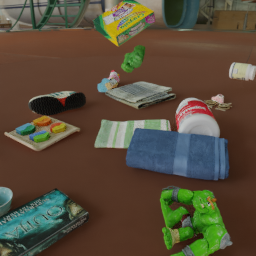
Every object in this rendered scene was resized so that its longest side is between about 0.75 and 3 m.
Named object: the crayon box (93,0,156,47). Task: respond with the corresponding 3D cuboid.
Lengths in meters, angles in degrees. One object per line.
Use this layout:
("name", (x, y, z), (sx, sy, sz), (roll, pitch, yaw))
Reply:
("crayon box", (-0.150, -3.997, 10.447), (1.781, 0.519, 1.537), (-37, 55, -12))

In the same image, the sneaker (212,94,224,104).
("sneaker", (4.303, -1.461, 13.366), (0.293, 0.406, 0.777), (-10, 26, -17))

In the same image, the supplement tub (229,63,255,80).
("supplement tub", (3.992, -1.959, 9.752), (0.769, 0.558, 0.558), (16, 29, 31))

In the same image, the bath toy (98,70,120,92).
("bath toy", (-0.923, -2.589, 15.279), (0.969, 0.823, 2.227), (5, 24, 11))

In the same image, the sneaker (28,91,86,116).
("sneaker", (-3.150, -1.112, 12.299), (2.455, 0.864, 1.148), (-14, 15, -28))

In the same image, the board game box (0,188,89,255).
("board game box", (-1.978, 2.051, 5.953), (1.297, 0.270, 1.918), (21, 32, 39))

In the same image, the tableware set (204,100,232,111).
("tableware set", (4.084, -1.106, 12.796), (1.147, 0.230, 0.758), (21, 32, 37))

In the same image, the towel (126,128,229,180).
("towel", (1.434, 0.766, 8.139), (2.835, 0.688, 1.583), (8, 36, 14))

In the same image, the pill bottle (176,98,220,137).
("pill bottle", (2.314, -0.234, 9.681), (1.268, 1.268, 2.260), (2, 25, 4))

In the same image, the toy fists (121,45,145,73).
("toy fists", (0.187, -2.794, 11.549), (0.527, 0.781, 1.532), (12, -13, -27))

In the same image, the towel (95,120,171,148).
("towel", (0.246, 0.165, 9.980), (2.590, 0.303, 1.975), (1, 26, 2))

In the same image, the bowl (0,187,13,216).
("bowl", (-3.029, 1.763, 6.387), (0.814, 0.426, 0.814), (0, 24, 0))

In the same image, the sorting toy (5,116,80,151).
("sorting toy", (-3.062, 0.071, 10.095), (1.886, 0.372, 2.038), (18, 30, 34))

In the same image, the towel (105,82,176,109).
("towel", (0.631, -1.751, 13.910), (2.617, 0.469, 2.718), (-19, 32, -35))

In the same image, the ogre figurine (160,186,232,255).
("ogre figurine", (1.308, 1.865, 5.679), (1.180, 0.965, 1.968), (-15, 8, 8))
